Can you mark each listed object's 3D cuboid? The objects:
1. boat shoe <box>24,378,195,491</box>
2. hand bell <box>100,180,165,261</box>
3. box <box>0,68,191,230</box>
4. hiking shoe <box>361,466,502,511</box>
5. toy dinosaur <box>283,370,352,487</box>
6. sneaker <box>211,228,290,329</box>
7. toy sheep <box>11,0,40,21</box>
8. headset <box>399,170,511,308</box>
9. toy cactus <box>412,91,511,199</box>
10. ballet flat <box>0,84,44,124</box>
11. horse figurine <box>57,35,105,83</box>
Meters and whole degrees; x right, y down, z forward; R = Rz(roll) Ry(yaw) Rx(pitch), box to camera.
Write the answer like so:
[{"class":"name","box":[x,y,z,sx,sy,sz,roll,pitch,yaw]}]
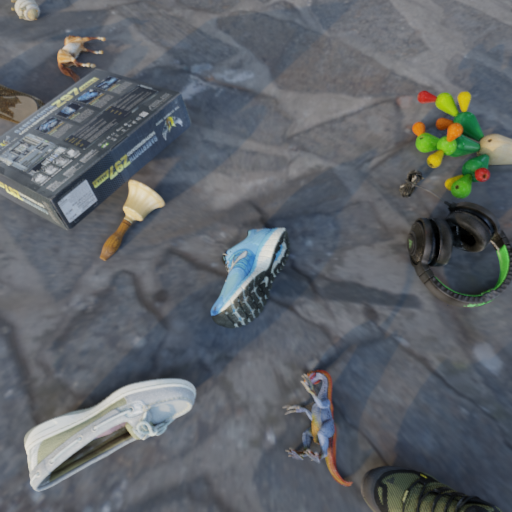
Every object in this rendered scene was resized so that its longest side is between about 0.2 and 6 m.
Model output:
[{"class":"boat shoe","box":[-2.087,2.588,8.262,2.604,0.960,0.835,-19,53,-7]},{"class":"hand bell","box":[-2.500,-0.580,10.688,0.814,0.814,1.563,25,73,16]},{"class":"box","box":[-3.457,-2.300,11.240,2.749,0.889,3.486,25,58,31]},{"class":"hiking shoe","box":[2.638,3.443,7.557,2.423,1.220,0.918,20,59,13]},{"class":"toy dinosaur","box":[0.975,2.523,8.734,1.551,0.814,1.407,45,52,-11]},{"class":"sneaker","box":[-0.229,0.354,10.002,0.994,0.866,2.210,12,50,27]},{"class":"toy sheep","box":[-5.955,-6.412,14.479,0.620,0.620,0.899,-35,73,-21]},{"class":"headset","box":[3.514,-0.345,10.414,1.732,1.318,2.805,-21,74,-11]},{"class":"toy cactus","box":[4.439,-2.378,11.523,2.302,1.426,2.789,6,48,-7]},{"class":"ballet flat","box":[-5.738,-3.498,12.575,2.664,0.617,0.897,20,102,17]},{"class":"horse figurine","box":[-4.349,-4.877,13.561,1.096,0.413,1.654,9,57,6]}]
